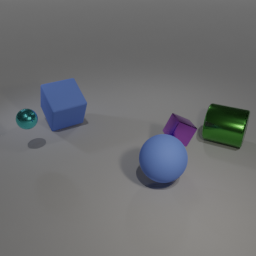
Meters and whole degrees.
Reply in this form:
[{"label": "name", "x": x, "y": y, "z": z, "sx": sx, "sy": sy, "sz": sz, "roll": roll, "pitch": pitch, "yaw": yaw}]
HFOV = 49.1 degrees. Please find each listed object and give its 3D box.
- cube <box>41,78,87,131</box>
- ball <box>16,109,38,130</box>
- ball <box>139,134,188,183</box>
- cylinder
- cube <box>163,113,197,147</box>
[{"label": "cube", "x": -2.648, "y": -0.951, "z": 11.401, "sx": 1.400, "sy": 1.400, "sz": 1.400, "roll": -18, "pitch": 64, "yaw": -27}, {"label": "ball", "x": -3.369, "y": -0.298, "z": 9.325, "sx": 0.700, "sy": 0.700, "sz": 0.700, "roll": 0, "pitch": 29, "yaw": 0}, {"label": "ball", "x": 1.020, "y": 0.878, "z": 8.128, "sx": 1.400, "sy": 1.400, "sz": 1.400, "roll": 0, "pitch": 29, "yaw": 0}, {"label": "cylinder", "x": 3.637, "y": -0.106, "z": 10.399, "sx": 1.400, "sy": 1.400, "sz": 1.400, "roll": 15, "pitch": 32, "yaw": 24}, {"label": "cube", "x": 1.647, "y": 0.057, "z": 8.972, "sx": 0.700, "sy": 0.700, "sz": 0.700, "roll": 20, "pitch": 20, "yaw": -19}]
